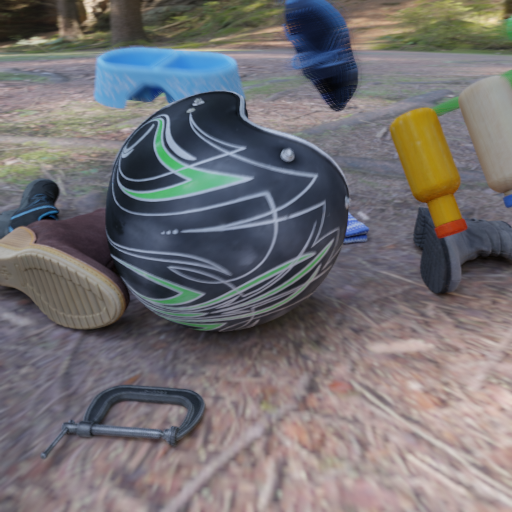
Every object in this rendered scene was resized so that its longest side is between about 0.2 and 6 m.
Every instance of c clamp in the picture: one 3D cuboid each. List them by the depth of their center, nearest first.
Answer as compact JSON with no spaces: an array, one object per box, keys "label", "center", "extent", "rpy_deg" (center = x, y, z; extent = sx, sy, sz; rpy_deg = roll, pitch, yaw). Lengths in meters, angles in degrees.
[{"label":"c clamp","center":[-1.123,1.516,5.094],"extent":[1.268,0.172,1.083],"rpy_deg":[-1,19,3]}]

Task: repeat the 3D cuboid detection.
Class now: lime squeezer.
[{"label":"lime squeezer","center":[3.838,-3.372,8.712],"extent":[0.756,4.009,1.416],"rpy_deg":[-15,53,-30]}]

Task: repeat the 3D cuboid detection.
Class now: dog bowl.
[{"label":"dog bowl","center":[-1.349,-2.693,8.501],"extent":[2.375,0.589,1.324],"rpy_deg":[8,35,13]}]

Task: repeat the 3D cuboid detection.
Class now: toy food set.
[{"label":"toy food set","center":[3.308,-1.307,6.502],"extent":[3.204,1.442,1.529],"rpy_deg":[-14,-7,-26]}]

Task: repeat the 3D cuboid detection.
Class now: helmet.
[{"label":"helmet","center":[-0.348,-0.391,6.394],"extent":[2.645,2.645,2.521],"rpy_deg":[-12,43,-25]}]

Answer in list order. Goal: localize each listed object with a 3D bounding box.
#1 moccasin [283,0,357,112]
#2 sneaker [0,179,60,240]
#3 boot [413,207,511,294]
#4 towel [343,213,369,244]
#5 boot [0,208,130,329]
[{"label":"moccasin","center":[1.141,-3.136,8.916],"extent":[0.918,0.778,2.282],"rpy_deg":[2,-19,34]},{"label":"sneaker","center":[-3.607,-0.687,9.386],"extent":[0.776,0.693,1.894],"rpy_deg":[5,35,1]},{"label":"boot","center":[3.127,-0.127,8.005],"extent":[1.479,0.784,2.247],"rpy_deg":[9,30,6]},{"label":"towel","center":[0.573,-0.829,9.998],"extent":[2.039,0.336,2.817],"rpy_deg":[-6,25,-11]},{"label":"boot","center":[-2.102,-0.085,7.536],"extent":[2.752,0.996,2.289],"rpy_deg":[13,29,33]}]
